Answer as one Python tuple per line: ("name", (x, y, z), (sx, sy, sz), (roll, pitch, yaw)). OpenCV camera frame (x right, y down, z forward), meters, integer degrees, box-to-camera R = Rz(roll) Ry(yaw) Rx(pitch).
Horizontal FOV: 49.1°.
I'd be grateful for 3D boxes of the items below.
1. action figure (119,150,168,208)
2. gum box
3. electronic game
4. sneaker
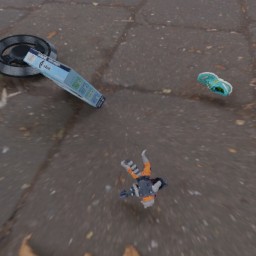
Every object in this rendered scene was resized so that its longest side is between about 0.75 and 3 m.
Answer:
("action figure", (0.182, 1.156, 5.839), (1.136, 0.594, 1.099), (-27, 80, 17))
("gum box", (-1.755, -1.370, 8.083), (1.658, 1.952, 0.435), (30, 87, 27))
("electronic game", (-3.766, -2.621, 10.093), (2.392, 0.498, 2.392), (5, 49, -6))
("sneaker", (2.668, -1.362, 8.710), (1.145, 0.444, 0.456), (32, 56, 23))
